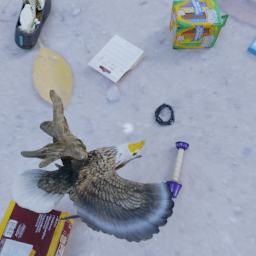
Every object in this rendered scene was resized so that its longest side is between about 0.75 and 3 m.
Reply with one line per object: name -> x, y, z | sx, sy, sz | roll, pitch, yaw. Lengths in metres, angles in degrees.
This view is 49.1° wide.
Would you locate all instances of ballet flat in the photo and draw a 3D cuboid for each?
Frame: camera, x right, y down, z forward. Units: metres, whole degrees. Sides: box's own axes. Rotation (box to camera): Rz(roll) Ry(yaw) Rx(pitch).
ballet flat -> -3.426, -4.213, 10.110 | 1.075, 1.075, 2.944 | 6, 66, 3

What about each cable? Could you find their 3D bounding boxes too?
cable -> 1.161, -0.438, 8.932 | 0.624, 0.194, 0.765 | -4, 69, 4

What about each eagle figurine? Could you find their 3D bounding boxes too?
eagle figurine -> -0.454, 0.845, 5.237 | 2.074, 2.749, 2.086 | -1, 58, 27

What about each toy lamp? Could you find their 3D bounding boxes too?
toy lamp -> 1.407, 1.186, 8.054 | 0.474, 0.474, 1.628 | 12, 66, 5

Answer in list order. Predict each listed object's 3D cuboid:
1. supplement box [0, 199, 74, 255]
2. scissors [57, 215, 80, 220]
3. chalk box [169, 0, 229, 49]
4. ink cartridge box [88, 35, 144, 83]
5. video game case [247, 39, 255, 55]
supplement box -> -2.355, 2.764, 6.994 | 1.502, 0.997, 1.481 | 12, 61, 5
scissors -> -0.946, 1.853, 6.046 | 1.301, 0.091, 0.476 | 17, 35, -33
chalk box -> 2.506, -3.596, 9.736 | 1.930, 1.204, 1.196 | -3, 66, 0
ink cartridge box -> -0.401, -2.344, 9.675 | 1.264, 0.393, 1.570 | 35, 75, 14
video game case -> 5.789, -3.201, 10.092 | 1.866, 0.232, 2.607 | 37, 71, 14
